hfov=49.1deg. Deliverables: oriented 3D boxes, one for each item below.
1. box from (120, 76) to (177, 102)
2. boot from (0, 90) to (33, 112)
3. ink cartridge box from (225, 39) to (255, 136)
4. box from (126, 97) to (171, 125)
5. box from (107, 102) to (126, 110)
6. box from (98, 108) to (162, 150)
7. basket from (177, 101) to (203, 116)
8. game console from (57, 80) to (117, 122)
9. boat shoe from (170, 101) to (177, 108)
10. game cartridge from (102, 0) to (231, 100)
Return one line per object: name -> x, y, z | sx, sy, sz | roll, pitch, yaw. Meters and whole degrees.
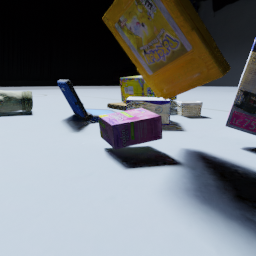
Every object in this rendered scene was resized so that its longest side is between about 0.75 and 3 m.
box -> 0.966, -1.915, 13.559 | 1.946, 1.232, 2.020 | -12, 15, -30
boot -> -5.324, -1.246, 12.273 | 2.175, 1.014, 2.813 | -6, 17, -24
ink cartridge box -> 3.007, -0.900, 5.559 | 1.429, 2.394, 0.502 | 20, 30, 18
box -> 0.668, -0.605, 9.298 | 1.381, 0.788, 1.502 | 1, 10, 4
box -> 0.346, -1.042, 13.292 | 1.817, 0.236, 2.223 | -7, 12, -35
box -> 0.029, -0.021, 5.765 | 1.042, 0.504, 0.917 | -12, 18, -20
basket -> 2.393, -0.762, 10.900 | 0.876, 0.540, 0.594 | -2, 11, -7
game console -> -1.381, -1.080, 10.380 | 1.471, 2.122, 2.486 | -31, 19, -13
boat shoe -> 1.985, -1.166, 13.601 | 1.018, 0.381, 0.315 | 0, 13, 14
game cartridge -> 0.647, -1.806, 5.819 | 0.394, 2.429, 2.141 | -39, 9, -27
